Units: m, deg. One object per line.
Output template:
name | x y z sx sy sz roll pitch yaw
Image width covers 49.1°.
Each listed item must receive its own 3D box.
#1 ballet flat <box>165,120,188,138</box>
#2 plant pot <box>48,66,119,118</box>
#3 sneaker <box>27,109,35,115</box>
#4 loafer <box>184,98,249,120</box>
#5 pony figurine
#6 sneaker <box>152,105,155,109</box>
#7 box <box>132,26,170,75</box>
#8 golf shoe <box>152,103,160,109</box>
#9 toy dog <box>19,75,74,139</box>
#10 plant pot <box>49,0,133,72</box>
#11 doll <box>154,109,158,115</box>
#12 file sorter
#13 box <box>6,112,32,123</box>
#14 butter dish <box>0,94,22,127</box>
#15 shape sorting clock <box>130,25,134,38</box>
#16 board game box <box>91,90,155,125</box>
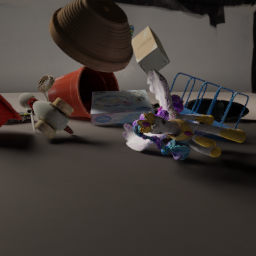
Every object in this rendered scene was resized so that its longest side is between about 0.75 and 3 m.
ballet flat | 1.505 -0.097 8.993 0.741 0.807 2.351 13 15 27
plant pot | -2.292 -1.681 13.675 2.661 2.736 2.736 -2 6 39
sneaker | -4.732 -1.049 15.064 1.512 0.662 0.573 3 10 16
loafer | 4.078 -0.885 12.933 2.990 1.015 1.050 2 1 -7
pony figurine | 1.085 -0.149 6.825 2.550 2.124 2.462 13 14 -20
sneaker | 0.655 -1.498 17.308 1.974 0.817 0.708 3 10 18
box | 1.039 -3.740 13.575 1.251 1.024 2.634 -36 35 19
golf shoe | 1.592 -1.391 18.304 1.072 0.417 0.506 4 -10 27
toy dog | -2.656 -0.467 9.501 1.722 1.257 2.611 -36 46 2
plant pot | -0.793 -2.755 7.609 2.440 2.440 1.126 -8 -31 -39
doll | 1.227 -0.559 12.678 1.720 0.417 1.173 3 28 3
file sorter | 2.583 -0.833 9.317 2.230 1.368 1.547 29 17 36
box | -5.235 -0.473 12.584 1.214 0.336 1.516 9 13 42
butter dish | -5.301 -0.569 9.255 2.457 1.816 2.451 10 -28 25
shape sorting clock | -0.252 -3.304 11.128 0.333 1.699 1.699 36 11 0
board game box | -0.317 -0.986 12.498 2.612 0.567 2.599 -3 26 -4
